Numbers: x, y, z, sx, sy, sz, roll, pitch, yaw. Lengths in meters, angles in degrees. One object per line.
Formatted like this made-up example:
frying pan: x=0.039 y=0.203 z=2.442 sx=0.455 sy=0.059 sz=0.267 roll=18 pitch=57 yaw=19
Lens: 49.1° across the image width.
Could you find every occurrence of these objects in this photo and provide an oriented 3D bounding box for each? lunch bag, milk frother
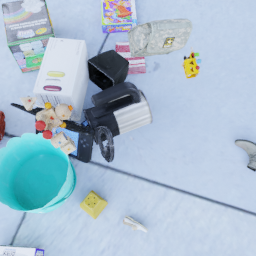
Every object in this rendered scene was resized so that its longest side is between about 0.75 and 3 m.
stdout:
lunch bag: x=1.119 y=-3.225 z=9.926 sx=1.614 sy=1.968 sz=1.157 roll=-11 pitch=95 yaw=-22
milk frother: x=-0.179 y=-0.122 z=10.010 sx=2.298 sy=2.205 sz=2.443 roll=-22 pitch=70 yaw=-9

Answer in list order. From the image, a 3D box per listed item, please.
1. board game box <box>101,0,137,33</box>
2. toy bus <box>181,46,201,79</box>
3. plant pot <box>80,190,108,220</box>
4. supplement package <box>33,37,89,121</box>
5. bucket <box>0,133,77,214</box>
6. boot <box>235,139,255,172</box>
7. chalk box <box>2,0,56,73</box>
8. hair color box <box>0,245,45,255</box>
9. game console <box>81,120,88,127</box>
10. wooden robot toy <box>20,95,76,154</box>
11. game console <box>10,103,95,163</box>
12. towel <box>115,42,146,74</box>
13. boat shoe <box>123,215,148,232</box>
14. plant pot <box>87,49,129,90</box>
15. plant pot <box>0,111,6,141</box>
board game box: x=-0.469 y=-5.693 z=13.477 sx=1.630 sy=0.543 sz=2.424 roll=-4 pitch=65 yaw=-2
toy bus: x=1.565 y=-1.629 z=7.152 sx=0.377 sy=0.688 sz=0.729 roll=-12 pitch=33 yaw=-4
plant pot: x=-1.192 y=2.563 z=9.536 sx=0.737 sy=0.754 sz=0.732 roll=35 pitch=70 yaw=14
supplement package: x=-2.434 y=-1.860 z=10.904 sx=1.401 sy=1.967 sz=2.526 roll=5 pitch=65 yaw=2
bucket: x=-3.042 y=1.621 z=9.452 sx=2.622 sy=1.706 sz=2.622 roll=0 pitch=66 yaw=0
boot: x=4.595 y=1.054 z=10.410 sx=1.458 sy=0.494 sz=0.952 roll=23 pitch=73 yaw=12
chalk box: x=-3.965 y=-3.664 z=11.837 sx=1.863 sy=1.854 sz=2.994 roll=-14 pitch=67 yaw=-8
hair color box: x=-3.604 y=5.066 z=8.243 sx=1.612 sy=0.956 sz=2.948 roll=1 pitch=66 yaw=6
game console: x=-1.823 y=-0.102 z=11.115 sx=1.076 sy=0.130 sz=0.635 roll=-39 pitch=71 yaw=-17
wooden robot toy: x=-1.835 y=-0.196 z=7.423 sx=0.968 sy=2.133 sz=0.940 roll=-29 pitch=31 yaw=2
game console: x=-2.548 y=0.235 z=9.526 sx=2.476 sy=2.177 sz=1.441 roll=22 pitch=34 yaw=17
towel: x=0.098 y=-3.170 z=12.503 sx=1.280 sy=0.202 sz=1.776 roll=-3 pitch=65 yaw=-2
boat shoe: x=0.241 y=3.304 z=9.449 sx=0.899 sy=0.336 sz=0.307 roll=25 pitch=73 yaw=19
plant pot: x=-0.714 y=-2.331 z=11.424 sx=1.392 sy=1.388 sz=1.235 roll=38 pitch=69 yaw=12
plant pot: x=-5.572 y=-0.095 z=10.328 sx=1.692 sy=1.740 sz=1.740 roll=8 pitch=65 yaw=-8
